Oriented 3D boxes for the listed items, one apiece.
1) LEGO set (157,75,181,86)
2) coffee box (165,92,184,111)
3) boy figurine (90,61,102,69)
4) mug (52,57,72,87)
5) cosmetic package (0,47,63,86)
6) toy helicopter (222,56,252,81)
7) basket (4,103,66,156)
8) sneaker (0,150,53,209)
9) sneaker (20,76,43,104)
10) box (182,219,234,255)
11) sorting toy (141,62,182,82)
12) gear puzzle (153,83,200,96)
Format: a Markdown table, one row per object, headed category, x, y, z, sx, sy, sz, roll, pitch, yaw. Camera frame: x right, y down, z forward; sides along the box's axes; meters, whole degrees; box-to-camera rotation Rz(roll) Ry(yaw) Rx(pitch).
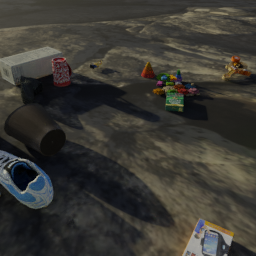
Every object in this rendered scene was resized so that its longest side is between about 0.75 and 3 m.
| category | x | y | z | sx | sy | sz | roll | pitch | yaw |
| --- | --- | --- | --- | --- | --- | --- | --- | --- | --- |
| LEGO set | 2.020 | -2.369 | 13.708 | 1.210 | 0.462 | 0.497 | 2 | 34 | 1 |
| coffee box | 2.005 | -1.127 | 11.974 | 0.756 | 0.270 | 1.230 | 6 | 34 | 9 |
| boy figurine | -1.698 | -3.472 | 15.440 | 0.515 | 0.267 | 0.828 | 32 | 46 | 27 |
| mug | -3.264 | -2.803 | 13.656 | 0.823 | 1.234 | 1.095 | -1 | 34 | 0 |
| cosmetic package | -4.953 | -3.282 | 14.555 | 1.497 | 1.057 | 2.891 | 29 | 42 | 36 |
| toy helicopter | 5.573 | -2.909 | 14.520 | 1.242 | 0.741 | 1.878 | 35 | 57 | 28 |
| basket | -2.984 | 0.096 | 9.330 | 1.578 | 1.190 | 1.750 | -35 | 49 | -29 |
| sneaker | -3.189 | 1.156 | 7.790 | 2.986 | 1.082 | 1.073 | 21 | 40 | 31 |
| sneaker | -4.293 | -1.775 | 12.536 | 1.001 | 0.838 | 2.206 | -4 | 35 | -20 |
| box | 1.725 | 2.705 | 6.129 | 0.837 | 0.292 | 1.407 | 18 | 35 | 25 |
| sorting toy | 1.713 | -2.882 | 14.228 | 2.183 | 0.752 | 0.757 | 15 | 36 | 23 |
| gear puzzle | 2.188 | -1.813 | 13.012 | 2.128 | 0.279 | 1.102 | -5 | 34 | -7 |
